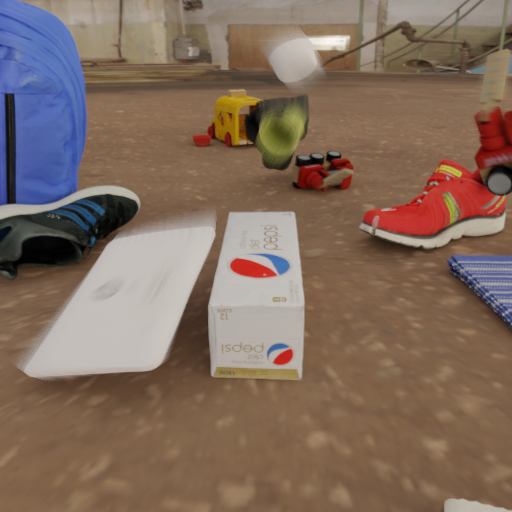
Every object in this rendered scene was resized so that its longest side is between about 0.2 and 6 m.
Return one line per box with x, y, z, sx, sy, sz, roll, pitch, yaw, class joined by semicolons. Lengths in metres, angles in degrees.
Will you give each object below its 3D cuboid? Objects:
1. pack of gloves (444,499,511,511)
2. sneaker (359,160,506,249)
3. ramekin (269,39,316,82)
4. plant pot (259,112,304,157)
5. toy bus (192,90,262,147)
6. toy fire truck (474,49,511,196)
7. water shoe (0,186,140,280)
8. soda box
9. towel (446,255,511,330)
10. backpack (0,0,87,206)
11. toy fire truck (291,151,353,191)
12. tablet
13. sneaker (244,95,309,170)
2.081;1.976;1.978;3.053;0.717;3.634;-5;15;25;pack of gloves
3.013;-0.957;9.481;3.106;1.319;1.196;-13;24;-29;sneaker
0.551;-2.804;8.105;0.664;0.324;0.664;-17;-10;-3;ramekin
0.523;-2.270;10.120;0.744;0.744;0.684;10;34;22;plant pot
-0.560;-4.357;17.462;2.975;1.537;2.807;8;24;17;toy bus
4.238;-2.192;8.712;1.740;1.977;1.272;-12;25;42;toy fire truck
-2.892;-0.298;8.784;2.813;1.006;1.110;-20;58;-43;water shoe
0.040;0.329;6.905;0.983;0.918;2.885;1;22;1;soda box
3.690;0.516;7.440;1.593;0.262;2.201;0;24;-7;towel
-5.118;-1.896;8.656;4.805;3.905;4.032;2;43;-22;backpack
1.664;-1.766;12.189;1.300;0.950;1.477;-12;36;-28;toy fire truck
-1.402;0.410;6.182;1.505;0.158;2.313;-7;34;17;tablet
0.317;-2.714;12.242;1.250;1.046;2.755;2;-17;-8;sneaker
